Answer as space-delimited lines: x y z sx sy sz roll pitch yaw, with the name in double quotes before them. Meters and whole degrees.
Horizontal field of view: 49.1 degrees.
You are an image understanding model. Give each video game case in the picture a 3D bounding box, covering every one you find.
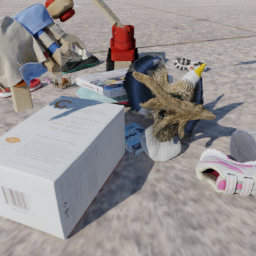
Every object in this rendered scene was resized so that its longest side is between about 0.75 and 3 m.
"video game case" -0.135 -1.502 8.852 2.328 0.268 2.122 -17 27 -31

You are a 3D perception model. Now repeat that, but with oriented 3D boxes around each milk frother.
"milk frother" 3.242 0.264 5.620 1.611 1.712 1.545 -8 34 -12

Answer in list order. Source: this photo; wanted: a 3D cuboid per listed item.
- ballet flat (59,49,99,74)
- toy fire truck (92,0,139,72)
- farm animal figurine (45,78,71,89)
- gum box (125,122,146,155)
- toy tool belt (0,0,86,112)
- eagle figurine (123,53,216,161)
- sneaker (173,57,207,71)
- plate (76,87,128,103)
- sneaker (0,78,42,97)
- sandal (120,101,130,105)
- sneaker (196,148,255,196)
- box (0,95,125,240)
"ballet flat" -2.057 -2.922 11.884 0.738 0.742 2.170 19 35 33
"toy fire truck" -0.431 -3.798 11.320 1.809 2.812 2.475 1 31 0
"farm animal figurine" -2.494 -1.595 10.065 0.813 0.409 0.656 0 12 7
"gum box" 0.174 0.245 7.101 0.801 0.210 0.942 -24 38 -34
"toy tool belt" -1.593 -1.462 5.280 2.313 1.422 1.444 -46 20 -28
"eagle figurine" 1.134 -0.783 7.048 2.251 2.263 2.982 -19 17 5
"sneaker" 2.589 -2.634 11.783 1.397 0.563 0.583 13 17 5
"plate" -0.406 -1.435 9.469 2.692 0.344 2.692 -2 24 1
"sneaker" -3.746 -1.679 9.634 0.619 0.913 1.580 24 38 34
"sandal" 0.022 -0.911 8.883 0.676 0.406 1.801 -26 43 -37
"sneaker" 2.081 1.013 5.424 1.743 0.709 0.769 15 34 38
"box" -1.295 0.532 5.549 1.650 1.293 2.653 11 33 19
